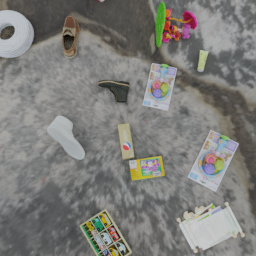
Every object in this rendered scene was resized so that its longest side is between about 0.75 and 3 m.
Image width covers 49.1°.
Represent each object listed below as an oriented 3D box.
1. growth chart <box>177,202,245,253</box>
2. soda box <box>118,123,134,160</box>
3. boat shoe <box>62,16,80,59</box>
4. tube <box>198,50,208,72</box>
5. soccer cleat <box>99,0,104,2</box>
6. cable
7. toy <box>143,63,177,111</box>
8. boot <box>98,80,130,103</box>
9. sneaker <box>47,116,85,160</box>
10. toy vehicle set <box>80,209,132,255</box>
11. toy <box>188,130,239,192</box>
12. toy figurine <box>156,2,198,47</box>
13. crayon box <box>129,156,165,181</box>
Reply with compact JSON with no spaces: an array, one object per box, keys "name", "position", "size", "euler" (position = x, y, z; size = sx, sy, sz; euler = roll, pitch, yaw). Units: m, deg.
[{"name":"growth chart","position":[2.404,2.860,8.224],"size":[1.725,0.153,1.248],"euler":[-19,79,-4]},{"name":"soda box","position":[-0.062,0.410,8.623],"size":[0.364,0.344,1.074],"euler":[-8,79,-1]},{"name":"boat shoe","position":[-1.897,-3.057,9.225],"size":[0.567,0.537,1.496],"euler":[-4,79,-1]},{"name":"tube","position":[2.452,-2.231,9.250],"size":[0.218,0.195,0.753],"euler":[27,71,-34]},{"name":"soccer cleat","position":[-0.756,-5.462,9.578],"size":[1.001,0.810,2.318],"euler":[-6,78,-2]},{"name":"cable","position":[-3.964,-3.116,9.226],"size":[1.606,0.556,1.606],"euler":[26,80,5]},{"name":"toy","position":[1.036,-1.371,8.985],"size":[0.844,0.346,1.465],"euler":[13,79,3]},{"name":"boot","position":[-0.471,-1.150,8.941],"size":[1.009,0.391,0.698],"euler":[3,83,2]},{"name":"sneaker","position":[-1.746,0.242,8.553],"size":[0.527,0.827,1.432],"euler":[-28,115,25]},{"name":"toy vehicle set","position":[-0.650,3.211,8.132],"size":[0.896,0.191,1.443],"euler":[-32,80,-6]},{"name":"toy","position":[2.625,0.967,8.487],"size":[0.957,0.392,1.662],"euler":[27,80,6]},{"name":"toy figurine","position":[1.639,-3.335,9.193],"size":[1.277,1.041,1.387],"euler":[1,100,-9]},{"name":"crayon box","position":[0.564,1.226,8.478],"size":[1.019,0.297,0.605],"euler":[-8,79,-2]}]
